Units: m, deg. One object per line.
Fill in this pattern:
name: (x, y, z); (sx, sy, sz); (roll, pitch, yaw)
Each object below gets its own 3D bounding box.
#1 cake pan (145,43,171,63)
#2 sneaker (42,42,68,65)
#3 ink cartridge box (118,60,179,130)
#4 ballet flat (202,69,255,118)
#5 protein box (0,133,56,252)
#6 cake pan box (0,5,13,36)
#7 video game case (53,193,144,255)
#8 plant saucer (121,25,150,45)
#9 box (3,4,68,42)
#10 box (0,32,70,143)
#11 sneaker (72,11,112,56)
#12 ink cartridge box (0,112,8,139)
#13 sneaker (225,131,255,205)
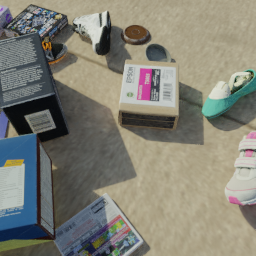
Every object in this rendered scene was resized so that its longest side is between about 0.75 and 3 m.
cake pan: (1.036, -2.515, 9.887); (1.015, 0.186, 1.015); (8, 66, -19)
sneaker: (-3.169, -2.734, 9.873); (2.060, 0.795, 0.806); (-12, 55, -10)
ink cartridge box: (0.674, -1.090, 8.750); (1.775, 0.809, 2.154); (5, 57, 2)
ballet flat: (3.148, -1.192, 8.745); (2.397, 0.843, 0.807); (-31, 30, -20)
protein box: (-2.925, 1.530, 6.422); (2.127, 1.445, 2.142); (-10, 56, -4)
cake pan box: (-6.170, -3.879, 10.704); (2.517, 0.715, 2.733); (17, 58, 8)
video game case: (-0.743, 2.611, 6.629); (1.668, 0.192, 1.520); (-33, 62, -20)
plant saucer: (0.299, -3.659, 10.863); (1.154, 0.185, 1.154); (1, 56, -1)
box: (-3.564, -4.015, 10.941); (1.782, 0.446, 1.796); (22, 59, 14)
box: (-2.778, -1.120, 8.090); (1.367, 1.895, 2.553); (-17, 57, -9)
sneaker: (-1.404, -3.449, 10.427); (1.410, 0.925, 2.451); (-5, 48, 8)
ink cartridge box: (-4.962, -0.612, 8.594); (2.487, 0.584, 2.458); (-6, 56, -1)
sneaker: (3.214, 0.771, 7.069); (2.754, 1.121, 1.215); (-41, 106, -30)
